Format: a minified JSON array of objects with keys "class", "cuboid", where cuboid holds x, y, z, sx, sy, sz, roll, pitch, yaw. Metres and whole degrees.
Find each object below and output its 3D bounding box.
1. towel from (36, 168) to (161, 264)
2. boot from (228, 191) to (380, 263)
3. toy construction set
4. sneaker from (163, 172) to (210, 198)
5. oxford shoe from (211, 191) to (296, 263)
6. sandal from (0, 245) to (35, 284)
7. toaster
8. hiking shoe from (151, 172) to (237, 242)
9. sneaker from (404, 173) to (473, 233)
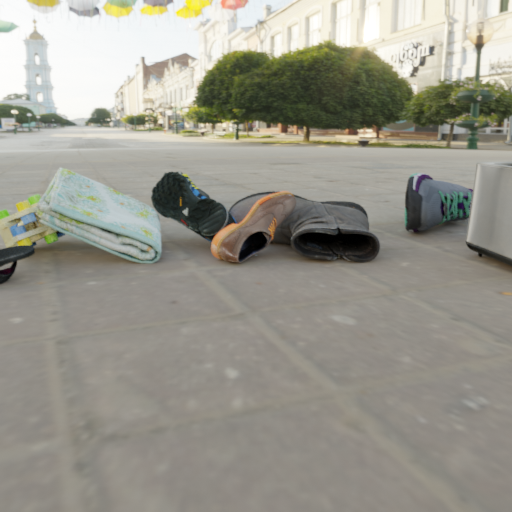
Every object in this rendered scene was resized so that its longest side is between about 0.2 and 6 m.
[{"class":"towel","cuboid":[-2.880,-0.800,10.676,2.303,0.555,1.971,25,22,-20]},{"class":"boot","cuboid":[0.795,-0.567,11.113,3.125,1.091,2.057,-2,18,8]},{"class":"toy construction set","cuboid":[-4.005,-0.686,11.200,1.668,1.172,2.545,-20,-7,34]},{"class":"sneaker","cuboid":[-2.215,-1.970,16.660,0.898,1.021,2.412,-12,18,-37]},{"class":"oxford shoe","cuboid":[0.143,-0.499,10.657,2.078,0.741,0.757,-41,43,-24]},{"class":"sandal","cuboid":[-4.410,0.310,8.940,0.700,0.446,1.863,12,31,38]},{"class":"toaster","cuboid":[5.537,-0.687,9.860,2.779,1.824,3.074,-2,14,-10]},{"class":"hiking shoe","cuboid":[-1.317,-0.890,11.876,2.612,0.972,1.132,39,-4,42]},{"class":"sneaker","cuboid":[4.520,-1.337,13.378,1.582,1.345,3.614,4,14,23]}]
